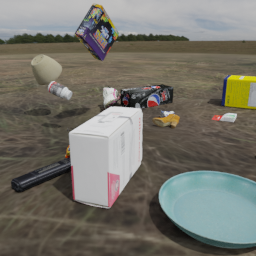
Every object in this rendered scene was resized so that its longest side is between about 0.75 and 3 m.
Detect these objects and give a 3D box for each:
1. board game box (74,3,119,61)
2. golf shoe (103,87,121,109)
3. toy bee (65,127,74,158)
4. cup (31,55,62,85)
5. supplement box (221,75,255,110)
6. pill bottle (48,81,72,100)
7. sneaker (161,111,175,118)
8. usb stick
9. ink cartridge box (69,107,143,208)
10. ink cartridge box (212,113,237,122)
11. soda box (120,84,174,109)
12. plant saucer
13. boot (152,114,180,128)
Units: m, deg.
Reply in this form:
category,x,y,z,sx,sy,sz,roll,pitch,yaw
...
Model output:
category,x,y,z,sx,sy,sz,roll,pitch,yaw
board game box,-1.105,-3.505,10.409,0.463,1.349,1.632,24,-8,27
golf shoe,-0.938,-1.471,13.579,0.974,0.768,2.115,43,16,-6
toy bee,-1.468,0.703,8.200,0.889,0.738,1.358,25,17,-35
cup,-3.443,-2.471,11.436,1.199,0.857,1.199,-14,51,18
supplement box,6.123,-1.774,13.913,2.588,1.409,1.417,10,21,26
pill bottle,-2.441,-1.330,10.107,0.803,0.445,0.445,27,25,9
sneaker,1.737,-0.530,11.908,0.570,0.399,0.988,-3,18,-3
usb stick,-2.100,1.160,7.235,0.499,0.293,1.800,9,20,42
ink cartridge box,-0.415,0.561,6.824,0.951,1.683,2.297,6,19,18
ink cartridge box,4.157,-0.489,12.083,0.909,0.228,0.732,12,22,26
soda box,1.004,-1.608,14.251,2.766,0.876,0.979,-13,24,-32
plant saucer,1.842,1.625,5.666,2.448,0.440,2.448,0,19,0
boot,1.531,-0.347,11.209,0.998,0.351,0.714,17,42,12
